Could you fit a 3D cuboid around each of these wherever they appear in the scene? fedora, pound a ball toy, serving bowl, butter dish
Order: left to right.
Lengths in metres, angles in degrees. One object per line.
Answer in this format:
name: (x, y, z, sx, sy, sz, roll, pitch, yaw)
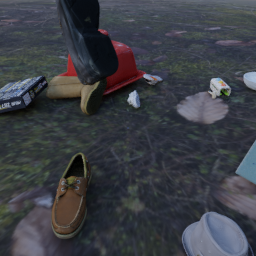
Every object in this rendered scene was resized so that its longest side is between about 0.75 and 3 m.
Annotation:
butter dish: (-1.104, -2.915, 11.577, 2.969, 2.201, 2.978, 25, 39, 34)
pound a ball toy: (3.545, -1.609, 11.084, 0.745, 0.485, 1.142, -2, 30, -4)
fedora: (1.603, 1.952, 4.934, 1.164, 0.594, 1.316, -7, 32, -12)
serving bowl: (5.463, -1.843, 11.492, 1.428, 0.470, 1.428, 1, 30, 0)

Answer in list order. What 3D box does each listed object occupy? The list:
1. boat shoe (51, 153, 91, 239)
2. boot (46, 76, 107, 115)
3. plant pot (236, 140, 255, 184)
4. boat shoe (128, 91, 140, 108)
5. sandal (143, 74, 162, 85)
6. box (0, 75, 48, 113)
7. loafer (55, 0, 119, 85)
boat shoe: (-1.213, 1.312, 5.918, 0.731, 0.690, 2.031, -1, 31, -2)
boot: (-2.027, -1.224, 10.262, 2.203, 0.729, 1.929, 2, 44, 21)
plant pot: (4.065, 0.545, 6.125, 2.002, 2.008, 2.045, -27, 54, -38)
boat shoe: (0.185, -1.010, 10.258, 0.381, 0.387, 1.091, -24, 32, 13)
sandal: (1.064, -2.022, 11.989, 0.459, 0.344, 1.199, 42, 28, 29)
box: (-4.010, -1.205, 10.022, 1.651, 0.503, 2.048, -8, 29, 12)
loafer: (-1.128, -2.217, 6.027, 0.983, 2.702, 0.977, -10, -9, -43)
